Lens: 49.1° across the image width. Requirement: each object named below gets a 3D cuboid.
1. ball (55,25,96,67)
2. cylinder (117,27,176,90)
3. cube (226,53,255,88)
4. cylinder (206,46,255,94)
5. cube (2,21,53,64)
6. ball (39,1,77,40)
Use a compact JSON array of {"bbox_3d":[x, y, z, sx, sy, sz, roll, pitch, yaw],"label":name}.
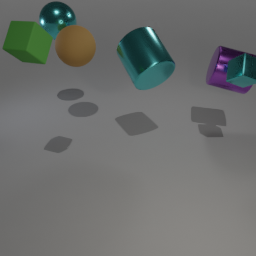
[{"bbox_3d":[-1.825,-2.846,9.766,1.400,1.400,1.400,0,30,0],"label":"ball"},{"bbox_3d":[0.547,-2.140,8.741,1.400,1.400,1.400,-17,68,-26],"label":"cylinder"},{"bbox_3d":[3.477,-1.703,8.385,0.700,0.700,0.700,14,-11,-21],"label":"cube"},{"bbox_3d":[3.672,-2.051,9.940,1.400,1.400,1.400,16,32,3],"label":"cylinder"},{"bbox_3d":[-2.275,-1.946,6.411,0.700,0.700,0.700,10,-9,20],"label":"cube"},{"bbox_3d":[-2.665,-4.066,10.678,1.400,1.400,1.400,0,30,0],"label":"ball"}]
